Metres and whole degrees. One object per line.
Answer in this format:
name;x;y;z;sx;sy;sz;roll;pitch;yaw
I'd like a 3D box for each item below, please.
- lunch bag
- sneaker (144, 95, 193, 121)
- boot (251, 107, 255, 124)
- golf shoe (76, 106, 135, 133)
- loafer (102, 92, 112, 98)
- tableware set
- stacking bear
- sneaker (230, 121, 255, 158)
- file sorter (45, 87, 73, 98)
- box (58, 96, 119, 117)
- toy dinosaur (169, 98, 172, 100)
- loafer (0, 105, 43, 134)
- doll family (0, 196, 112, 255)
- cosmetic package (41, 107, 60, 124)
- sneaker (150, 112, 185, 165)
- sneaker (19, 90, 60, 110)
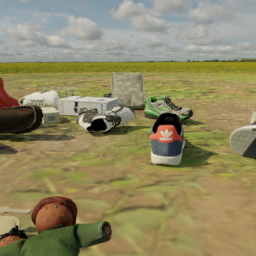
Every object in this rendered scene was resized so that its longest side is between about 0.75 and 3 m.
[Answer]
lunch bag;0.009;-1.666;13.598;1.644;1.178;2.004;0;54;-2
sneaker;1.490;-0.756;10.788;2.223;0.947;0.867;14;19;42
boot;4.883;-0.428;10.049;0.848;0.656;0.306;3;14;12
golf shoe;-0.610;-0.181;9.224;2.093;0.814;0.989;-7;35;-25
loafer;-0.474;-1.802;15.252;1.929;0.607;0.693;-1;31;-24
tableware set;-1.951;1.386;3.599;1.287;0.258;0.851;-2;25;17
stacking bear;-5.084;-0.912;10.436;1.485;1.586;2.612;-36;15;-19
sneaker;4.170;0.215;6.604;1.996;1.050;2.762;-16;20;-41
file sorter;-3.551;-1.657;14.541;1.464;0.898;1.016;-3;15;-14
box;-1.668;-0.906;11.919;2.274;0.684;1.326;5;15;21
toy dinosaur;1.670;-1.024;13.095;1.169;0.597;0.794;-29;12;-27
loafer;-3.593;-0.182;8.190;2.254;0.823;0.804;-12;-6;9
doll family;-1.519;1.329;2.141;2.854;1.120;1.650;-4;19;-6
cosmetic package;-3.053;-0.494;10.791;0.618;0.437;1.194;-6;16;-26
sneaker;1.048;0.067;7.219;0.939;1.058;2.504;1;13;5
sneaker;-4.029;-1.101;12.630;2.436;0.949;1.210;0;17;41
